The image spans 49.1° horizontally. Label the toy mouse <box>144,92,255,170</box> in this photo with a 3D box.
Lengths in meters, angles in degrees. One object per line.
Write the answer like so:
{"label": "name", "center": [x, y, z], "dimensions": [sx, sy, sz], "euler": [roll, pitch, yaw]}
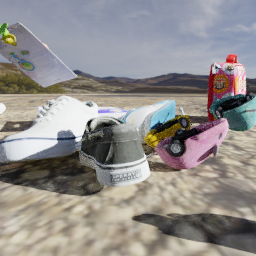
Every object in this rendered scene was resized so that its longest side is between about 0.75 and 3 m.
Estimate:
{"label": "toy mouse", "center": [1.391, 0.047, 4.760], "dimensions": [2.622, 0.571, 2.950], "euler": [-17, 12, 44]}

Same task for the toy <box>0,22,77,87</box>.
{"label": "toy", "center": [-2.907, -2.302, 8.709], "dimensions": [1.485, 0.609, 2.579], "euler": [-11, -27, 25]}

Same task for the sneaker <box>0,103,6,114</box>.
{"label": "sneaker", "center": [-6.742, -1.035, 12.244], "dimensions": [2.607, 1.049, 0.996], "euler": [-4, 8, -36]}

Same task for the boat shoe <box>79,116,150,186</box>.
{"label": "boat shoe", "center": [-0.277, 0.199, 4.286], "dimensions": [0.872, 0.785, 2.466], "euler": [-9, 5, -16]}

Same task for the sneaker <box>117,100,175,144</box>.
{"label": "sneaker", "center": [0.582, -0.212, 7.066], "dimensions": [1.026, 0.972, 2.541], "euler": [2, 7, 24]}

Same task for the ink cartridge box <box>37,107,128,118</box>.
{"label": "ink cartridge box", "center": [-1.497, -0.352, 9.058], "dimensions": [2.733, 0.593, 2.708], "euler": [-1, 8, -18]}

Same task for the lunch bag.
{"label": "lunch bag", "center": [3.764, -1.497, 10.443], "dimensions": [1.143, 2.458, 2.791], "euler": [5, 10, 28]}

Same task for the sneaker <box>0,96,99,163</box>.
{"label": "sneaker", "center": [-1.342, -0.046, 5.218], "dimensions": [1.072, 1.039, 2.936], "euler": [-8, 4, 14]}
